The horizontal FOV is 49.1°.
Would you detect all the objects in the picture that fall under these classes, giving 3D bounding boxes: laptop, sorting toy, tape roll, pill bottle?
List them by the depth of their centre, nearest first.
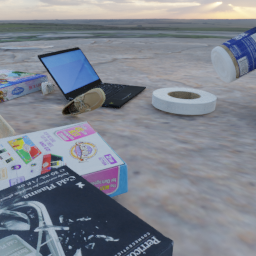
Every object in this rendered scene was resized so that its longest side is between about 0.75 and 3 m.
[{"bbox_3d":[-3.990,-0.073,6.349,2.137,0.426,2.892,-13,23,-32],"label":"sorting toy"},{"bbox_3d":[1.703,-0.856,8.549,1.940,0.354,1.940,2,21,-1],"label":"tape roll"},{"bbox_3d":[3.796,-2.383,8.609,2.171,1.205,1.205,-27,25,1],"label":"pill bottle"},{"bbox_3d":[-1.076,-1.844,9.571,2.829,1.461,2.507,9,25,21],"label":"laptop"}]

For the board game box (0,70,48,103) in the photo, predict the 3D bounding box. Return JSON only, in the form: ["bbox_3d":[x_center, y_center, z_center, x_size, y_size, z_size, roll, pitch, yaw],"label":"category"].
[{"bbox_3d":[-4.641,-1.577,10.154,2.434,0.502,2.440,11,25,25],"label":"board game box"}]

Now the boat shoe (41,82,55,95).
[{"bbox_3d":[-2.831,-1.452,10.002,0.389,0.398,1.123,-3,22,-5],"label":"boat shoe"}]

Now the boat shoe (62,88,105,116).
[{"bbox_3d":[-1.178,-0.608,7.334,1.415,0.504,0.457,-24,3,37],"label":"boat shoe"}]

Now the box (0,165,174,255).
[{"bbox_3d":[-0.798,1.341,2.473,1.714,1.062,1.685,-20,32,-39],"label":"box"}]

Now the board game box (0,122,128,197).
[{"bbox_3d":[-1.568,0.683,4.560,2.590,0.522,1.982,-12,25,-21],"label":"board game box"}]
